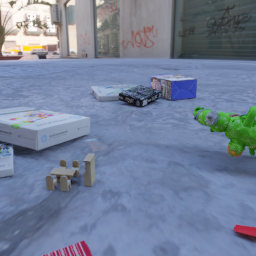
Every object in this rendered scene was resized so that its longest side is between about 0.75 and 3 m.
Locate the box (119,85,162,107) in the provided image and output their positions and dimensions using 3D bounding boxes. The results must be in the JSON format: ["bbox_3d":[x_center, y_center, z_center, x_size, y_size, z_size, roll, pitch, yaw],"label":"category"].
[{"bbox_3d":[0.580,-1.493,12.864,1.319,0.358,1.646,20,32,32],"label":"box"}]

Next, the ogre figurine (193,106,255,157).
[{"bbox_3d":[2.550,0.041,6.327,2.299,1.128,1.378,44,14,13],"label":"ogre figurine"}]

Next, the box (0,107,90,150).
[{"bbox_3d":[-2.860,-0.095,8.090,2.786,0.574,2.172,11,15,26],"label":"box"}]

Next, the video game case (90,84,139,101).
[{"bbox_3d":[-0.387,-1.893,14.676,2.797,0.308,2.550,-5,20,-16],"label":"video game case"}]

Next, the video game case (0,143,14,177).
[{"bbox_3d":[-3.571,0.801,6.283,1.859,0.205,1.695,-8,19,-21],"label":"video game case"}]

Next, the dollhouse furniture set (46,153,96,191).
[{"bbox_3d":[-1.114,0.823,5.598,0.859,0.559,0.789,2,17,7],"label":"dollhouse furniture set"}]

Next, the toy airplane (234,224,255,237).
[{"bbox_3d":[2.192,1.562,3.640,1.647,0.303,1.647,-1,16,0],"label":"toy airplane"}]

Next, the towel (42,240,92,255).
[{"bbox_3d":[-0.796,1.721,3.499,0.766,0.086,0.554,-11,22,-25],"label":"towel"}]

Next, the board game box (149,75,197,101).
[{"bbox_3d":[2.265,-2.112,14.377,1.604,0.975,2.012,-9,19,-26],"label":"board game box"}]
